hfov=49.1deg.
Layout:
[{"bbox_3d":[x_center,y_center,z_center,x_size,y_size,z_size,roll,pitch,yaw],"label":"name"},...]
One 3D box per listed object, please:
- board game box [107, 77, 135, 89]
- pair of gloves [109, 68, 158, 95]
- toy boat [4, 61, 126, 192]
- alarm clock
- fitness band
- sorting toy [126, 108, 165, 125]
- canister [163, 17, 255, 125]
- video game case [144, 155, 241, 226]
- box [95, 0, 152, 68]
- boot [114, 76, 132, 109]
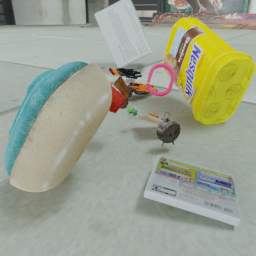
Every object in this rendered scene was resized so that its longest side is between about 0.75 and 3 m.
[{"bbox_3d":[-0.620,-1.402,9.970,1.366,0.348,2.031,6,25,12],"label":"board game box"},{"bbox_3d":[0.185,-1.633,9.746,1.355,0.188,1.521,-8,47,-41],"label":"pair of gloves"},{"bbox_3d":[-1.099,-0.291,4.901,1.383,2.502,2.976,35,34,-1],"label":"toy boat"},{"bbox_3d":[0.863,0.006,5.923,0.517,0.766,0.255,-26,31,-21],"label":"alarm clock"},{"bbox_3d":[0.896,-1.324,7.650,0.712,0.186,0.992,15,70,4],"label":"fitness band"},{"bbox_3d":[0.538,-0.256,6.818,1.142,0.168,0.844,19,-3,-17],"label":"sorting toy"},{"bbox_3d":[2.033,-1.674,7.799,1.147,1.968,2.650,-5,42,-19],"label":"canister"},{"bbox_3d":[1.073,0.956,4.652,1.420,0.157,1.293,15,23,10],"label":"video game case"},{"bbox_3d":[-0.113,-4.430,13.153,1.682,2.559,2.573,-22,17,11],"label":"box"},{"bbox_3d":[-0.197,-1.071,8.550,0.263,0.769,0.724,16,66,40],"label":"boot"}]
